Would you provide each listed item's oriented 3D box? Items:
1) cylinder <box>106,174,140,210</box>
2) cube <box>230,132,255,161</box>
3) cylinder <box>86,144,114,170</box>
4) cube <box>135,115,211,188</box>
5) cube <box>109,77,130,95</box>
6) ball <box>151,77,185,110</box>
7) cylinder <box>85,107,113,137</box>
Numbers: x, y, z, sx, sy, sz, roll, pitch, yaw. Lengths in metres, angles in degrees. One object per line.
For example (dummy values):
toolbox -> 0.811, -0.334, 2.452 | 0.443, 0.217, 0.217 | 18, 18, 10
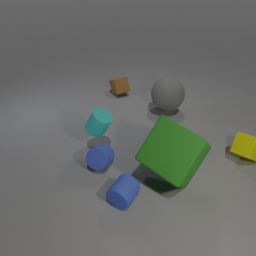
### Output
cylinder -> -0.125, 1.720, 7.597 | 0.700, 0.700, 0.700 | 17, 41, 26
cube -> 3.886, 0.605, 9.052 | 0.700, 0.700, 0.700 | 18, 5, -36
cylinder -> -0.862, 0.897, 8.784 | 0.700, 0.700, 0.700 | 10, 10, 15
cube -> 1.296, 0.680, 7.800 | 1.400, 1.400, 1.400 | 33, 3, 23
cube -> -0.395, -2.041, 13.492 | 0.700, 0.700, 0.700 | -19, 14, -20
ball -> 1.660, -1.429, 11.651 | 1.400, 1.400, 1.400 | 0, 32, 0
cylinder -> -0.943, -0.180, 9.009 | 0.700, 0.700, 0.700 | 22, 38, -19
